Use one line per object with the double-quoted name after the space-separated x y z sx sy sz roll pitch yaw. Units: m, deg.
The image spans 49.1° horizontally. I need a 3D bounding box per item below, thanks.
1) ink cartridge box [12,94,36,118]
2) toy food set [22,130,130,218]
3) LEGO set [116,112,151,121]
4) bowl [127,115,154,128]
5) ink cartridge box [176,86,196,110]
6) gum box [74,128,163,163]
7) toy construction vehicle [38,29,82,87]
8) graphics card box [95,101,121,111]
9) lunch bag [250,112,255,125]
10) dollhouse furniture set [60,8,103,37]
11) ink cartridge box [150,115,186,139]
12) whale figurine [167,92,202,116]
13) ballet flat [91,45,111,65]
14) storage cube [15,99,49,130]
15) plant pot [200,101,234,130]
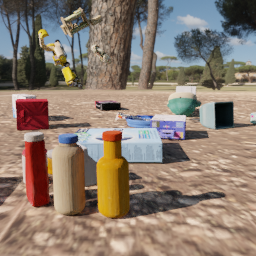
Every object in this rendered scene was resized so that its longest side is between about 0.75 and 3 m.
-4.880 -0.986 13.378 0.685 1.172 2.021 -7 13 -37 "ink cartridge box"
-1.091 0.512 4.760 1.284 1.210 2.690 -6 12 -30 "toy food set"
0.283 -0.383 12.629 1.517 0.498 2.031 10 8 -9 "LEGO set"
0.773 -0.267 11.739 1.677 0.329 1.677 0 10 0 "bowl"
3.460 -1.753 16.667 1.154 1.159 1.595 3 -7 14 "ink cartridge box"
-0.334 0.408 7.371 2.314 0.516 1.966 0 10 1 "gum box"
-2.557 -2.489 10.375 0.686 1.696 1.948 -26 -19 -2 "toy construction vehicle"
-1.323 -1.459 17.989 1.255 0.509 2.000 -3 11 -18 "graphics card box"
5.929 -0.385 11.891 1.318 0.508 1.057 -7 15 -32 "lunch bag"
-1.826 -4.060 10.375 1.310 0.728 1.159 -33 34 -11 "dollhouse furniture set"
1.377 -0.043 9.520 1.158 0.648 1.697 2 8 12 "ink cartridge box"
2.972 -1.079 14.906 1.831 1.194 2.301 0 -14 18 "whale figurine"
-1.376 -3.908 14.915 1.356 0.513 0.433 38 -22 -20 "ballet flat"
-3.788 -0.575 11.144 1.199 1.140 1.334 -2 10 -17 "storage cube"
3.512 -0.530 11.372 1.059 1.062 1.082 -5 6 -27 "plant pot"
